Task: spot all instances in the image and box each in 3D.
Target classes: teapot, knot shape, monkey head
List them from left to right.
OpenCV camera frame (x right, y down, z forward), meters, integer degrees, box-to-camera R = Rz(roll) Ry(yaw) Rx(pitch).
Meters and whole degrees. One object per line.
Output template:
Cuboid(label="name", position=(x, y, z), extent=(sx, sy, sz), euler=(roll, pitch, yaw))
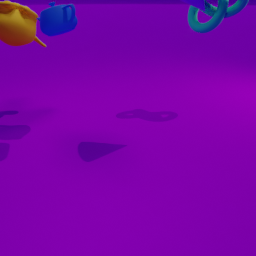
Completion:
Cuboid(label="monkey head", position=(-3.394, -3.084, 8.328), extent=(1.983, 1.195, 1.427), euler=(8, 21, -28))
Cuboid(label="teapot", position=(-1.841, -2.786, 7.141), extent=(1.552, 0.760, 0.965), euler=(-2, 22, 42))
Cuboid(label="knot shape", position=(2.400, -3.592, 8.124), extent=(1.806, 1.690, 0.835), euler=(29, 23, 1))

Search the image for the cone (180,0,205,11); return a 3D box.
Cuboid(label="cone", position=(1.393, -2.940, 6.067), extent=(1.051, 1.054, 1.051), euler=(-33, 34, 26))
